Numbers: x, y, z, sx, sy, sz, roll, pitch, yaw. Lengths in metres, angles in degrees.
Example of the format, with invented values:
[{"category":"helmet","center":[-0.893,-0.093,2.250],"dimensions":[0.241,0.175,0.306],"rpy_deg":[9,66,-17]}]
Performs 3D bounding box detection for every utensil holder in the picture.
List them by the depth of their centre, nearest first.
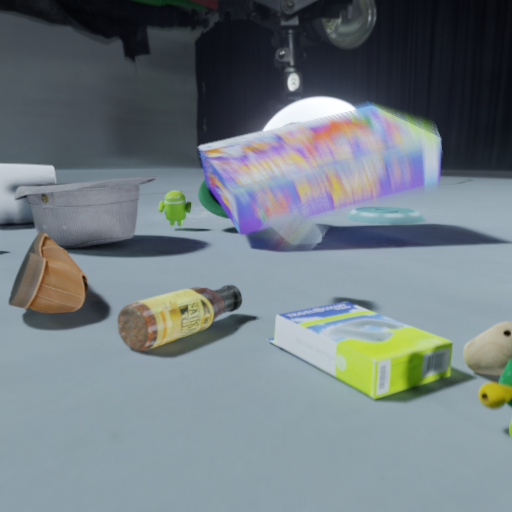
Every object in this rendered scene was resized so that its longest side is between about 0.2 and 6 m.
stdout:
[{"category":"utensil holder","center":[-6.217,-1.580,14.465],"dimensions":[1.896,1.611,1.611],"rpy_deg":[-2,11,-25]}]

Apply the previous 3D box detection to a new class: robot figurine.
[{"category":"robot figurine","center":[-1.953,-1.167,13.528],"dimensions":[0.774,0.883,0.511],"rpy_deg":[2,20,1]}]

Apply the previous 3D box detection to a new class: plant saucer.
[{"category":"plant saucer","center":[3.563,-1.141,15.489],"dimensions":[2.120,0.290,2.120],"rpy_deg":[0,12,0]}]

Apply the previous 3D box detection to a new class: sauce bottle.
[{"category":"sauce bottle","center":[-0.752,0.599,6.093],"dimensions":[0.517,0.517,1.567],"rpy_deg":[9,16,38]}]

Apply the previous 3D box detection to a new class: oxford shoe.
[{"category":"oxford shoe","center":[-2.709,0.293,7.440],"dimensions":[0.876,0.877,2.459],"rpy_deg":[22,5,-24]}]

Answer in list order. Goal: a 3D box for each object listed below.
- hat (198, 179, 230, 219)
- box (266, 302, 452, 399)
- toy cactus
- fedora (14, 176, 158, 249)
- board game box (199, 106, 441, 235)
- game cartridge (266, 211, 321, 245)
[{"category":"hat","center":[0.000,-0.953,14.621],"dimensions":[2.385,2.535,2.880],"rpy_deg":[31,55,32]},{"category":"box","center":[0.914,0.815,5.359],"dimensions":[0.977,0.382,1.602],"rpy_deg":[-6,13,-32]},{"category":"toy cactus","center":[2.153,0.640,4.341],"dimensions":[1.005,1.966,1.622],"rpy_deg":[28,-25,-6]},{"category":"fedora","center":[-3.433,-0.884,11.483],"dimensions":[2.919,1.318,2.581],"rpy_deg":[-1,9,16]},{"category":"board game box","center":[1.292,-2.077,12.539],"dimensions":[4.523,1.013,3.041],"rpy_deg":[-16,31,-11]},{"category":"game cartridge","center":[0.511,-0.344,7.095],"dimensions":[0.492,0.151,0.739],"rpy_deg":[-8,-28,32]}]
